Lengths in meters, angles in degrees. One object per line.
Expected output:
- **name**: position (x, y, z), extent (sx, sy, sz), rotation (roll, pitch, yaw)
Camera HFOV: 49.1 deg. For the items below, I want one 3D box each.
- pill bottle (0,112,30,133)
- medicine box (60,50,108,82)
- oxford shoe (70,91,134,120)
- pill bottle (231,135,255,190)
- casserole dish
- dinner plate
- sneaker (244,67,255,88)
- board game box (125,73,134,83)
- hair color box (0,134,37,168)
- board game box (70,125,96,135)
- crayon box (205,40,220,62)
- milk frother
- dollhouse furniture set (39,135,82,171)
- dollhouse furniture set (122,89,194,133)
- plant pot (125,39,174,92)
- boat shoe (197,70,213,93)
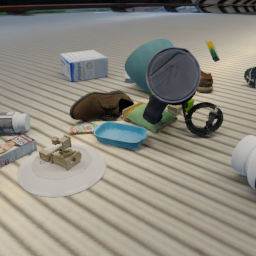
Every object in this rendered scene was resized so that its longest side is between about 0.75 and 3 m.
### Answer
- **pill bottle**: position (-4.220, -0.203, 9.989), extent (1.292, 0.752, 0.752), rotation (1, 28, 0)
- **medicine box**: position (-2.493, -3.547, 15.784), extent (2.181, 1.122, 1.986), rotation (-15, 32, -23)
- **oxford shoe**: position (-0.921, -0.840, 10.915), extent (2.760, 1.003, 1.165), rotation (-19, 35, -31)
- **pill bottle**: position (3.888, 1.153, 6.755), extent (1.447, 1.447, 2.578), rotation (-18, 32, -30)
- **casserole dish**: position (-0.256, 0.257, 9.537), extent (1.905, 0.370, 1.154), rotation (11, 30, 18)
- **dinner plate**: position (-1.909, 1.051, 8.170), extent (2.551, 0.309, 2.551), rotation (-1, 28, 1)
- **sneaker**: position (7.231, -2.345, 13.977), extent (2.759, 1.071, 1.191), rotation (22, 20, 28)
- **board game box**: position (0.167, -2.703, 15.116), extent (0.665, 0.290, 0.901), rotation (1, 30, 0)
- **hair color box**: position (-3.605, 0.683, 8.699), extent (0.658, 0.403, 1.330), rotation (22, 36, 34)
- **board game box**: position (-1.583, 0.062, 10.154), extent (1.023, 0.153, 0.489), rotation (-1, 29, -8)
- **crayon box**: position (3.158, -2.911, 10.457), extent (0.205, 0.796, 0.500), rotation (-23, -14, 26)
- **milk frother**: position (1.949, -1.016, 8.989), extent (2.666, 2.406, 2.508), rotation (14, 6, 11)
- **dollhouse furniture set**: position (-1.956, 0.485, 7.921), extent (1.108, 0.980, 0.616), rotation (18, 34, 28)
- **dollhouse furniture set**: position (1.225, -1.104, 10.990), extent (1.788, 1.369, 2.729), rotation (22, 35, 35)
- **plant pot**: position (1.344, -2.626, 13.159), extent (2.557, 2.557, 1.722), rotation (-15, 67, -25)
- **boat shoe**: position (3.375, -2.748, 14.438), extent (1.061, 0.995, 2.947), rotation (-12, 30, -21)
